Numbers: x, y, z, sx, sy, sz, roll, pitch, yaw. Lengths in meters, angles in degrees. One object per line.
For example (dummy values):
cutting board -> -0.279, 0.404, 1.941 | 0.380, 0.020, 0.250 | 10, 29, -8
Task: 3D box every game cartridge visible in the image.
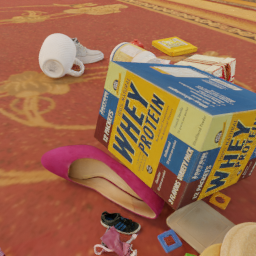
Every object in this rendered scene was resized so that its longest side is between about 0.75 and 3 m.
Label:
game cartridge -> 2.342, -4.156, 14.221 | 1.586, 0.292, 1.799 | -17, 38, -22

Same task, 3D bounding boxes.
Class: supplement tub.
supplement tub -> 0.302, -2.466, 10.959 | 1.342, 1.342, 1.855 | -24, 43, -29

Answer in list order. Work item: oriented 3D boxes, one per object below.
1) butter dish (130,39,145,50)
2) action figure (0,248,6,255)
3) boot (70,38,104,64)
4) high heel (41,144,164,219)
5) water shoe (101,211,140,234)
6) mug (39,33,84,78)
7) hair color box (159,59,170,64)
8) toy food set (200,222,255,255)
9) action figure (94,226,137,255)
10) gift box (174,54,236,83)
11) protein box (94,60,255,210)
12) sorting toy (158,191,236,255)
butter dish -> 0.388, -4.055, 13.784 | 0.854, 0.632, 0.852 | -19, 39, -24
action figure -> -2.707, 2.427, 4.852 | 1.679, 1.250, 1.124 | 9, 72, -14
boot -> -2.216, -3.532, 12.684 | 2.215, 1.059, 0.815 | -10, 37, -13
high heel -> -0.647, 1.147, 6.165 | 2.944, 0.992, 1.415 | 7, 25, 4
water shoe -> -0.163, 1.927, 5.721 | 0.840, 0.331, 0.300 | 7, 36, 10
mug -> -2.702, -2.766, 11.546 | 1.906, 1.407, 1.671 | 23, 37, -21
hair color box -> 1.368, -2.555, 11.936 | 0.627, 0.361, 1.130 | 12, 39, 17
toy food set -> 2.217, 2.491, 3.802 | 2.500, 0.608, 2.475 | -9, 52, -43
action figure -> -0.161, 2.204, 5.153 | 0.616, 0.554, 0.828 | -31, 43, -34
gift box -> 2.496, -1.352, 9.233 | 1.721, 1.701, 1.843 | 20, 43, 39
protein box -> 1.318, -0.146, 6.560 | 2.937, 1.982, 2.916 | -8, 33, -40
sorting toy -> 1.495, 2.012, 5.681 | 1.968, 0.268, 1.108 | -27, 48, -32
